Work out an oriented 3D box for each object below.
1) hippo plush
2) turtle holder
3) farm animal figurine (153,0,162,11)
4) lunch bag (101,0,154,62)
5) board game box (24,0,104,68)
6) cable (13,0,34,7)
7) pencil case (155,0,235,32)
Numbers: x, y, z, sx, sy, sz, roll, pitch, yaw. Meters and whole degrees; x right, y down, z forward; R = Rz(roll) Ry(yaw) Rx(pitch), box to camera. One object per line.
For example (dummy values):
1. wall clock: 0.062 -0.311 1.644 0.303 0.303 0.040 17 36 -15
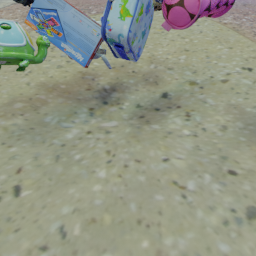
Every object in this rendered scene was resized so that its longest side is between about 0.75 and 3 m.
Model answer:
1. hippo plush: -1.307 -3.322 9.813 1.994 1.589 1.603 15 63 21
2. turtle holder: -3.225 -2.319 7.915 1.828 1.298 1.389 -3 5 -2
3. farm animal figurine: 1.275 -4.371 9.252 2.823 1.488 2.854 -7 11 10
4. lunch bag: 0.023 -3.044 8.122 0.994 1.937 2.410 16 0 10
5. board game box: -1.928 -3.093 8.541 2.549 1.312 0.248 38 19 9
6. cable: -2.636 -3.563 6.892 1.205 0.983 0.306 38 33 19
7. pencil case: 1.700 -2.964 6.641 1.071 1.106 2.361 43 45 15
